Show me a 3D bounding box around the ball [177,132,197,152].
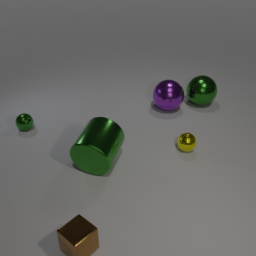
[{"bbox_3d":[2.138,0.512,10.148,0.700,0.700,0.700,0,33,0],"label":"ball"}]

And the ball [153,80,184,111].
[{"bbox_3d":[1.813,-1.469,12.586,1.400,1.400,1.400,0,33,0],"label":"ball"}]

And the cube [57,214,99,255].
[{"bbox_3d":[-1.191,2.670,6.733,0.700,0.700,0.700,23,36,35],"label":"cube"}]

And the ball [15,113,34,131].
[{"bbox_3d":[-4.185,-0.246,11.334,0.700,0.700,0.700,0,33,0],"label":"ball"}]

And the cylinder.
[{"bbox_3d":[-0.984,0.582,9.207,1.400,1.400,1.400,11,43,16],"label":"cylinder"}]

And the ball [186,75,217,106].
[{"bbox_3d":[3.427,-1.742,13.028,1.400,1.400,1.400,0,33,0],"label":"ball"}]
